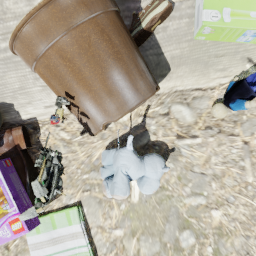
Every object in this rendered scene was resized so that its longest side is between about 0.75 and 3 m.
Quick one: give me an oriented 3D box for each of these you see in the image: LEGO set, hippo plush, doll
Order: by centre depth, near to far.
[{"bbox_3d":[-1.438,0.595,5.635,0.717,1.644,2.531,18,74,-14],"label":"LEGO set"},{"bbox_3d":[3.203,-1.000,7.430,2.282,1.557,0.553,-37,116,28],"label":"doll"},{"bbox_3d":[0.186,1.021,7.588,1.521,1.507,1.892,9,99,-28],"label":"hippo plush"}]

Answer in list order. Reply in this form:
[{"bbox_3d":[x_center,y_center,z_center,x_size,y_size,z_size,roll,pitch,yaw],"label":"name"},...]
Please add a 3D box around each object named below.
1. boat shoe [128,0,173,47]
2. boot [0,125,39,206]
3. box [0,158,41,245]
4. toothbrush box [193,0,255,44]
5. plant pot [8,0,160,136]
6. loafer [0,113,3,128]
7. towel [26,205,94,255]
[{"bbox_3d":[0.375,-2.968,7.971,1.929,0.712,0.714,-44,75,-9],"label":"boat shoe"},{"bbox_3d":[-3.886,1.316,7.639,2.634,0.846,2.455,-13,80,-1],"label":"boot"},{"bbox_3d":[-3.820,2.204,7.302,2.770,0.542,1.895,-27,87,18],"label":"box"},{"bbox_3d":[3.214,-3.421,7.716,2.546,1.096,1.854,3,87,1],"label":"toothbrush box"},{"bbox_3d":[-0.828,-1.524,6.946,2.861,2.861,2.832,-36,96,-2],"label":"plant pot"},{"bbox_3d":[-3.829,-0.032,7.321,0.740,0.685,1.968,-18,45,0],"label":"loafer"},{"bbox_3d":[-1.849,3.501,7.764,1.742,0.358,2.336,-16,87,-2],"label":"towel"}]
